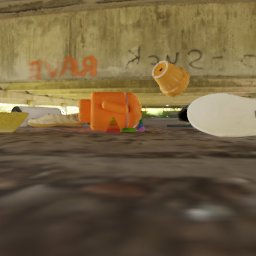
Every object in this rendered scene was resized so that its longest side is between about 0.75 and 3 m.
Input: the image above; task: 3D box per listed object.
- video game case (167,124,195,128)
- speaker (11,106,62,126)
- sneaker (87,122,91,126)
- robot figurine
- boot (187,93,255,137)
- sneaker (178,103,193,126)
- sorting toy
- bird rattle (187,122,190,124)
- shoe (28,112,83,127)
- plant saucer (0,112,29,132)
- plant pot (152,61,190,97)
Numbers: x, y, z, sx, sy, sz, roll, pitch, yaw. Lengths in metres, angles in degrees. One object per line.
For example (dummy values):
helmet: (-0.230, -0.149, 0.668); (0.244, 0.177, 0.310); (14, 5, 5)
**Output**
video game case: (2.453, -0.082, 11.493); (1.104, 0.147, 1.546); (2, 2, 39)
speaker: (-4.365, -0.575, 13.467); (0.970, 0.970, 2.389); (1, 2, 33)
sneaker: (-1.017, -0.356, 12.132); (0.930, 0.773, 2.064); (7, 4, -38)
robot figurine: (-0.509, -0.559, 9.326); (2.245, 1.309, 1.615); (-1, -38, -10)
boot: (2.754, -0.170, 6.307); (2.682, 0.976, 1.212); (4, -10, 20)
sneaker: (2.960, -0.350, 9.735); (1.143, 1.029, 2.935); (-25, 18, -22)
sorting toy: (-0.054, -0.113, 8.128); (1.352, 0.466, 0.469); (-3, 3, -37)
bird rattle: (4.642, -0.565, 17.067); (2.314, 1.304, 1.887); (15, 19, 19)
shoe: (-3.134, -0.366, 12.172); (2.407, 0.643, 0.842); (0, 2, 3)
plant saucer: (-4.417, -0.176, 8.115); (2.447, 0.593, 2.448); (-1, 2, -35)
plant pot: (1.698, -2.149, 11.754); (1.318, 1.318, 1.206); (2, -21, 47)
